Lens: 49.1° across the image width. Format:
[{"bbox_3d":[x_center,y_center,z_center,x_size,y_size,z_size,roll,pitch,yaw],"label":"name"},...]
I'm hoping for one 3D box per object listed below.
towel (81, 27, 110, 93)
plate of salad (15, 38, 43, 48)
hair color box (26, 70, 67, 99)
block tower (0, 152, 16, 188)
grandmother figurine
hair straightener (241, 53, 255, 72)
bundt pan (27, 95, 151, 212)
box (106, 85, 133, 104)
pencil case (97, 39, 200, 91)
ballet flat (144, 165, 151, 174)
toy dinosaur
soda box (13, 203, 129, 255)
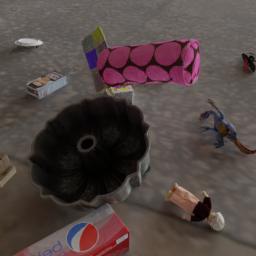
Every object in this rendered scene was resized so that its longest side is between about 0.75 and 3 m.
[{"bbox_3d":[-0.936,-2.115,8.969,0.214,1.880,1.350,-20,9,-33],"label":"towel"},{"bbox_3d":[-4.602,-3.915,13.019,1.247,0.299,1.247,4,29,-2],"label":"plate of salad"},{"bbox_3d":[-2.889,-1.568,10.011,0.641,0.393,1.296,25,46,28],"label":"hair color box"},{"bbox_3d":[-3.880,0.784,6.918,2.165,0.626,0.585,14,41,16],"label":"block tower"},{"bbox_3d":[1.474,1.691,6.005,1.293,0.392,0.784,33,73,30],"label":"grandmother figurine"},{"bbox_3d":[5.085,-2.742,11.608,0.627,0.334,1.630,6,35,6],"label":"hair straightener"},{"bbox_3d":[-0.750,0.616,6.337,2.802,1.051,2.802,-9,52,12],"label":"bundt pan"},{"bbox_3d":[-0.310,-1.264,9.444,0.691,0.622,1.228,-8,39,-12],"label":"box"},{"bbox_3d":[0.479,-1.393,6.451,2.338,1.095,1.061,6,30,35],"label":"pencil case"},{"bbox_3d":[-0.154,0.629,7.142,1.637,0.560,0.557,23,43,25],"label":"ballet flat"},{"bbox_3d":[2.633,0.028,8.089,1.713,0.899,1.554,39,26,-10],"label":"toy dinosaur"},{"bbox_3d":[-1.108,2.304,4.923,2.288,0.726,0.801,-23,44,-27],"label":"soda box"}]
